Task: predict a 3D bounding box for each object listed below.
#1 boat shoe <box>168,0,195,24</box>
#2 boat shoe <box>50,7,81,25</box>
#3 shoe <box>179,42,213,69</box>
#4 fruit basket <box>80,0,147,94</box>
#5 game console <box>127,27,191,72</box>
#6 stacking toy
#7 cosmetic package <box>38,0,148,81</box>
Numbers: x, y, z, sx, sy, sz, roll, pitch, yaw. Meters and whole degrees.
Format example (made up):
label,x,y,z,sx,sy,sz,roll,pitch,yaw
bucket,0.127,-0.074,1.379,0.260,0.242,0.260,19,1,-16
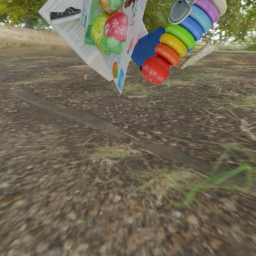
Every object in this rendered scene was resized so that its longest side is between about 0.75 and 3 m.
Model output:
label,x,y,z,sx,sy,sz,roll,pitch,yaw
boat shoe,1.170,-2.627,5.546,0.424,1.165,0.360,38,9,11
boat shoe,-1.763,-3.414,8.401,1.401,0.397,0.481,-4,23,21
shoe,2.487,-2.569,10.337,1.411,0.377,0.493,-36,7,39
fruit basket,-0.373,-2.616,6.837,1.277,2.524,2.725,3,41,-19
game console,1.043,-2.725,9.645,1.720,1.018,1.468,-16,11,41
stacking toy,1.288,-2.256,7.131,1.115,2.611,1.115,35,6,-4
cosmetic package,-1.139,-3.848,10.580,2.932,2.454,2.439,49,8,14
